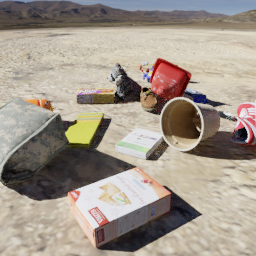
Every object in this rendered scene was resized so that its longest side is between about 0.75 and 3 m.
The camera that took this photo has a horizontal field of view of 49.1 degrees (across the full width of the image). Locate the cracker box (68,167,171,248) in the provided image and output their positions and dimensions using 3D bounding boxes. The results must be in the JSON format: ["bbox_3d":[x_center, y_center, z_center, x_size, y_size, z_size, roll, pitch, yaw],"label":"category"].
[{"bbox_3d":[-0.204,1.787,6.770,2.095,0.604,1.403,-17,30,-30],"label":"cracker box"}]

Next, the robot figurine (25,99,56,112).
[{"bbox_3d":[-3.861,-0.598,11.204,1.958,1.142,1.409,-6,-18,-14],"label":"robot figurine"}]

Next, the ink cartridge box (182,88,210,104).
[{"bbox_3d":[3.345,-1.632,14.339,0.855,0.337,1.720,-11,28,-23],"label":"ink cartridge box"}]

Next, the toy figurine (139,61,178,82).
[{"bbox_3d":[1.797,-3.093,17.126,2.439,1.286,1.461,5,54,17],"label":"toy figurine"}]

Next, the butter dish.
[{"bbox_3d":[1.840,-2.101,13.624,1.908,1.913,1.414,28,55,8],"label":"butter dish"}]

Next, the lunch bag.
[{"bbox_3d":[-3.408,0.462,8.370,2.069,1.483,2.522,20,47,28],"label":"lunch bag"}]

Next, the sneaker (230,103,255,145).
[{"bbox_3d":[4.412,-0.227,10.581,1.575,0.998,2.801,0,27,-8],"label":"sneaker"}]

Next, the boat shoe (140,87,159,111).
[{"bbox_3d":[0.915,-1.405,13.252,0.751,0.710,2.088,-10,23,-8],"label":"boat shoe"}]

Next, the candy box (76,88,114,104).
[{"bbox_3d":[-1.635,-1.647,14.135,1.842,0.520,1.075,0,25,-4],"label":"candy box"}]

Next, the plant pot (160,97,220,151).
[{"bbox_3d":[2.357,-0.195,9.940,1.658,1.812,1.812,-7,24,-42],"label":"plant pot"}]

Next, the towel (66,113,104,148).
[{"bbox_3d":[-1.737,0.027,10.996,1.172,0.246,2.724,-2,26,8],"label":"towel"}]

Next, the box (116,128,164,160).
[{"bbox_3d":[0.450,0.512,9.863,1.161,0.292,1.608,13,27,26],"label":"box"}]

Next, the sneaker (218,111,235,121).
[{"bbox_3d":[4.265,-0.554,12.133,0.340,0.284,0.768,-23,43,-40],"label":"sneaker"}]

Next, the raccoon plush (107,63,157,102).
[{"bbox_3d":[0.245,-2.457,14.362,2.650,1.775,1.282,-11,28,-22],"label":"raccoon plush"}]
